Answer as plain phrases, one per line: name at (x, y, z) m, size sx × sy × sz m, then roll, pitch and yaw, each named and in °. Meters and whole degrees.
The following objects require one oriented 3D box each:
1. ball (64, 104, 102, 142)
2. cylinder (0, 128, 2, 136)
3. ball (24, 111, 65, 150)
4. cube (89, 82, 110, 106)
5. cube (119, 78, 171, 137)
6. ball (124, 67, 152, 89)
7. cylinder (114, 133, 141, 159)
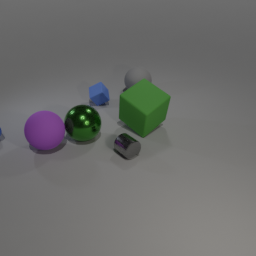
ball at (-1.697, -0.184, 10.544) m, size 1.400 × 1.400 × 1.400 m, roll 0°, pitch 31°, yaw 0°
cylinder at (-5.203, 0.050, 10.539) m, size 0.700 × 0.700 × 0.700 m, roll -19°, pitch 31°, yaw -29°
ball at (-2.948, 0.079, 9.947) m, size 1.400 × 1.400 × 1.400 m, roll 0°, pitch 31°, yaw 0°
cube at (-1.356, -1.606, 13.191) m, size 0.700 × 0.700 × 0.700 m, roll -22°, pitch 53°, yaw 17°
cube at (0.615, -0.789, 10.964) m, size 1.400 × 1.400 × 1.400 m, roll 39°, pitch 59°, yaw 24°
ball at (0.512, -2.419, 14.281) m, size 1.400 × 1.400 × 1.400 m, roll 0°, pitch 31°, yaw 0°
cylinder at (-0.021, 0.632, 9.838) m, size 0.700 × 0.700 × 0.700 m, roll -22°, pitch 37°, yaw -32°
